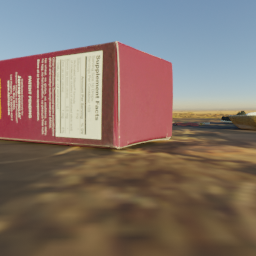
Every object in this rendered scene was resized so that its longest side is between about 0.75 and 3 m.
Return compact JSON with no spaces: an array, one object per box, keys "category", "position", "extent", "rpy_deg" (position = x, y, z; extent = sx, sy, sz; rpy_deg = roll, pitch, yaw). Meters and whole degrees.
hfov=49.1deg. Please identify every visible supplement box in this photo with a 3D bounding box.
[{"category":"supplement box","position":[-0.808,-0.377,3.934],"extent":[2.550,1.092,1.407],"rpy_deg":[2,3,31]}]

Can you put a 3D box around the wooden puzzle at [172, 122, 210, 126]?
[{"category":"wooden puzzle","position":[2.243,-0.152,10.416],"extent":[1.566,0.110,0.929],"rpy_deg":[2,3,32]}]

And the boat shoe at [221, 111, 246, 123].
[{"category":"boat shoe","position":[5.492,-0.519,13.392],"extent":[2.004,0.628,0.733],"rpy_deg":[0,4,27]}]

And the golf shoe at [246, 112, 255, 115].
[{"category":"golf shoe","position":[5.642,-0.582,10.886],"extent":[2.057,0.947,0.747],"rpy_deg":[-1,3,18]}]

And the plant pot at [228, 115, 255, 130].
[{"category":"plant pot","position":[4.094,-0.149,7.181],"extent":[2.879,0.396,2.879],"rpy_deg":[0,2,0]}]
